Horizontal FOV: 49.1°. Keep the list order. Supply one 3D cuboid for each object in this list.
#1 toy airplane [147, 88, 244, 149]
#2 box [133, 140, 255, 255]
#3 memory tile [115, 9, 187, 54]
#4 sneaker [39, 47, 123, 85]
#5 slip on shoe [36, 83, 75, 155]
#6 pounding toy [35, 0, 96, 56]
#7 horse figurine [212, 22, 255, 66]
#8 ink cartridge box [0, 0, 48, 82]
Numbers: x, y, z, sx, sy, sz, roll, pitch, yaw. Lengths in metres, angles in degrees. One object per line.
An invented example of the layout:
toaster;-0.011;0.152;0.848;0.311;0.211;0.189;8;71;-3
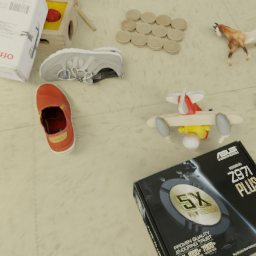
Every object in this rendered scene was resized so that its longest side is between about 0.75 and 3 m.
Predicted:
toy airplane;1.563;-0.132;6.856;1.808;1.816;1.281;13;72;-14
box;1.783;1.870;6.313;2.743;1.181;2.246;-19;63;-10
memory tile;0.820;-3.346;9.656;2.231;0.187;1.710;14;63;8
sneaker;-1.349;-1.757;8.374;2.559;0.956;1.049;-13;63;-7
slip on shoe;-2.037;-0.449;7.669;0.954;0.788;2.576;-18;51;-8
pounding toy;-2.233;-3.734;9.290;2.276;1.185;2.591;7;63;4
horse figurine;4.062;-2.750;9.081;2.419;0.604;1.603;-3;59;2
ink cartridge box;-3.424;-2.671;7.746;1.756;1.022;2.411;12;79;-1
